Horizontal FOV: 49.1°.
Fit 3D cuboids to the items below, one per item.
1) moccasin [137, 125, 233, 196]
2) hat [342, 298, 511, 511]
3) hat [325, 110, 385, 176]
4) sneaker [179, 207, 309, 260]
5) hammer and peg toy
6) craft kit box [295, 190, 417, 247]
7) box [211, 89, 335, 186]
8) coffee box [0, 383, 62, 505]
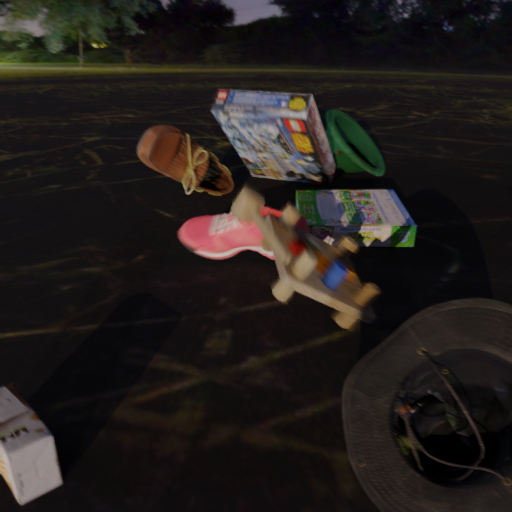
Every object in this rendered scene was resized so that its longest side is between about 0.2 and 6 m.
[{"bbox_3d":[-1.622,-2.189,13.666,1.298,1.230,3.362,34,1,27],"label":"moccasin"},{"bbox_3d":[2.110,1.672,5.631,2.383,0.961,2.383,-12,59,20],"label":"hat"},{"bbox_3d":[2.141,-2.832,17.235,2.403,2.554,2.901,22,41,-36],"label":"hat"},{"bbox_3d":[-0.223,-0.580,10.473,2.564,1.112,0.945,3,55,8],"label":"sneaker"},{"bbox_3d":[0.646,0.067,8.378,2.399,0.846,1.765,25,28,-27],"label":"hammer and peg toy"},{"bbox_3d":[2.098,-0.889,12.507,2.381,0.585,2.411,3,24,1],"label":"craft kit box"},{"bbox_3d":[0.588,-2.999,14.602,2.412,0.702,3.522,10,-15,20],"label":"box"},{"bbox_3d":[-2.517,1.921,5.856,0.458,0.657,1.149,-19,30,-37],"label":"coffee box"}]
